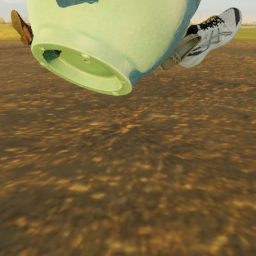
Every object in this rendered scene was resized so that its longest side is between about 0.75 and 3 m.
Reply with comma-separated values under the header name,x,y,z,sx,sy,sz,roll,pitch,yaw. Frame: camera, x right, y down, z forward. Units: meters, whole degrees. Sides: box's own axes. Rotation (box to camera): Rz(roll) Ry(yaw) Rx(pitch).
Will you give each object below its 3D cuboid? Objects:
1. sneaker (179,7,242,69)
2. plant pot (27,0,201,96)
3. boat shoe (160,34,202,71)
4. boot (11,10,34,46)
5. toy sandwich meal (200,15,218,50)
name,x,y,z,sx,sy,sz,roll,pitch,yaw
sneaker,2.088,-2.494,7.404,0.897,2.046,0.774,36,16,-45
plant pot,-0.435,-1.771,4.759,2.931,1.964,2.931,19,-10,3
boat shoe,1.239,-1.805,6.648,1.169,0.426,0.368,-38,17,-4
boot,-2.208,-2.390,6.492,0.281,0.814,0.874,3,32,32
toy sandwich meal,3.021,-3.548,10.466,0.484,1.412,1.412,-2,19,-34
